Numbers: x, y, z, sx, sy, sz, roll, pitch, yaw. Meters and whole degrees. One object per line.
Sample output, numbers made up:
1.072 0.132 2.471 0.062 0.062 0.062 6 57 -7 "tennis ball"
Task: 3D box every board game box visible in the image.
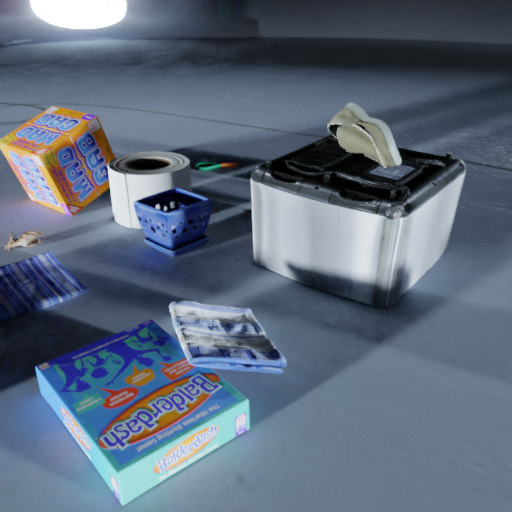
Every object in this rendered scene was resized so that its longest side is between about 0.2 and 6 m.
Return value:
-1.490 1.799 7.139 1.774 0.525 2.332 -21 34 -35 "board game box"
-4.584 -2.276 13.275 1.714 1.713 1.713 20 53 33 "board game box"

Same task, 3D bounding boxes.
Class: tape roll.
-2.394 -1.529 12.797 1.845 1.267 1.845 0 27 0 "tape roll"

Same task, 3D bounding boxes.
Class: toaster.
1.825 -0.843 10.583 3.167 2.078 3.503 18 32 32 "toaster"

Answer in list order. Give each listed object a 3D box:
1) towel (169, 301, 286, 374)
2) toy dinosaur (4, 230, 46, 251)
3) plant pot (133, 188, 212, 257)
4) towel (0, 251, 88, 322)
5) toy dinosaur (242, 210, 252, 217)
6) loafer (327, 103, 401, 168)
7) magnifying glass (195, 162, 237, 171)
-0.469 1.132 8.151 1.413 0.229 1.923 8 15 -19 "towel"
-4.777 -0.372 11.600 0.557 0.353 0.822 8 22 29 "toy dinosaur"
-1.650 -0.657 11.335 1.158 1.041 1.158 22 35 39 "plant pot"
-4.446 0.594 9.755 2.442 0.291 1.768 -20 34 -34 "towel"
1.002 -1.285 12.627 2.481 1.303 2.252 10 45 -2 "toy dinosaur"
1.936 -2.102 10.258 0.752 0.812 2.160 -31 33 3 "loafer"
-1.145 -2.588 16.136 1.203 0.135 0.479 -8 28 -10 "magnifying glass"
